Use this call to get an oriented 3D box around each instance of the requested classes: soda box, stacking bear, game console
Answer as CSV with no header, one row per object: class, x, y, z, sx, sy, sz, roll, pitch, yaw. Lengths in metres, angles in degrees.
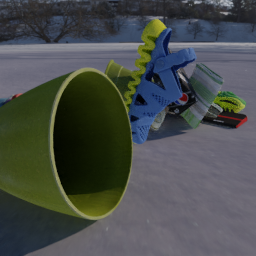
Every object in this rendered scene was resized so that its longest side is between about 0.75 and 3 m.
soda box,1.309,-1.591,8.703,0.814,0.909,2.570,-37,35,22
stacking bear,-3.739,-0.223,7.765,2.143,1.301,1.219,-5,12,6
game console,3.230,-0.304,9.400,1.277,0.198,1.130,15,30,38

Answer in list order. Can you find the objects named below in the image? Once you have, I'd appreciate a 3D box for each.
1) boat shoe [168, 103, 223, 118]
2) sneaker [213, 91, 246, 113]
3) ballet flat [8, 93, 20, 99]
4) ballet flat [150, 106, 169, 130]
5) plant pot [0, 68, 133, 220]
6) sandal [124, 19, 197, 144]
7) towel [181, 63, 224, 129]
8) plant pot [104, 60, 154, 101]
boat shoe,1.996,-0.729,9.675,2.591,0.775,0.926,24,-8,44
sneaker,3.526,-1.074,10.828,0.910,0.806,2.177,-9,29,-35
ballet flat,-4.624,-1.217,11.647,0.490,0.414,1.297,15,24,41
ballet flat,0.471,-0.244,8.480,2.569,0.874,0.864,-17,46,-29
plant pot,-1.521,0.307,4.891,2.474,2.314,2.314,-4,15,26
sandal,0.682,-0.918,6.531,1.274,2.926,1.163,20,19,14
towel,2.051,-0.984,8.374,0.256,1.667,1.244,8,31,-30
plant pot,0.079,-1.318,10.181,1.846,1.944,1.944,14,20,5
